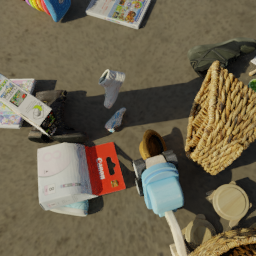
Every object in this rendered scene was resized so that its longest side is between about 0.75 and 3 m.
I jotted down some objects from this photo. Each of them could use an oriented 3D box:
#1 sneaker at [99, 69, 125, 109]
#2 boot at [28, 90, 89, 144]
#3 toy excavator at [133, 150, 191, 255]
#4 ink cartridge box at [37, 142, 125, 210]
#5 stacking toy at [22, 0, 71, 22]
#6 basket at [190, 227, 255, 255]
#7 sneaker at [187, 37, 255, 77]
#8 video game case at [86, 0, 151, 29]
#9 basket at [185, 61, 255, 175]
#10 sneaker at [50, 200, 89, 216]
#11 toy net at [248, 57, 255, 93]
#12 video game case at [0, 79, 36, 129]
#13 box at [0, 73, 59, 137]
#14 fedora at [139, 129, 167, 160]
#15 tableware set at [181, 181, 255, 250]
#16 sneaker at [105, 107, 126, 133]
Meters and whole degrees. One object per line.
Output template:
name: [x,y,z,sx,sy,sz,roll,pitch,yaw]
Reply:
sneaker: [-0.640,-1.202,8.530,0.713,1.233,0.454,8,26,-35]
boot: [-2.419,-0.470,9.894,2.308,0.799,2.009,4,67,4]
toy excavator: [1.149,2.359,8.285,1.299,2.529,2.601,-14,40,-6]
ink cartridge box: [-1.557,1.295,8.937,2.519,0.719,2.047,-16,48,-2]
stacking toy: [-3.864,-5.613,11.995,2.545,1.477,1.397,16,66,22]
basket: [2.916,3.767,7.013,2.525,1.881,1.802,-22,93,-4]
sneaker: [3.733,-2.552,10.705,2.631,1.006,1.507,-11,69,-2]
video game case: [-0.405,-5.349,12.302,2.432,0.219,1.742,19,68,8]
basket: [2.506,-0.045,8.530,2.221,2.981,2.128,42,74,13]
sneaker: [-1.976,2.365,8.862,1.505,0.556,0.617,13,60,-4]
toy net: [5.235,-2.064,10.792,1.092,0.402,2.081,16,67,7]
video game case: [-4.262,-0.926,10.245,1.417,0.178,1.978,2,66,16]
box: [-2.781,-0.518,7.739,1.624,2.952,0.512,35,79,-5]
fedora: [0.762,0.705,9.340,1.304,0.532,1.304,23,54,-37]
tableware set: [3.197,3.280,8.496,2.410,0.335,2.884,-40,77,-9]
sneaker: [-0.379,-0.295,10.075,0.417,0.395,1.033,38,77,5]
